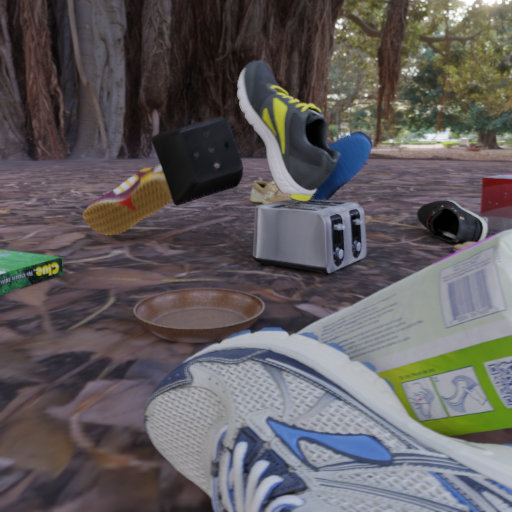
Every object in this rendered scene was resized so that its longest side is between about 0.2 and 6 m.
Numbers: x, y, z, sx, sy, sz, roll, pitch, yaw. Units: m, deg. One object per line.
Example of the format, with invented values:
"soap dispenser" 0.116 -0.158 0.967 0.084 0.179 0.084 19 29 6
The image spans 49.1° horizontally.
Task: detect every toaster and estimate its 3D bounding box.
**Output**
"toaster" 0.965 -0.414 10.594 1.915 1.136 1.731 8 14 34

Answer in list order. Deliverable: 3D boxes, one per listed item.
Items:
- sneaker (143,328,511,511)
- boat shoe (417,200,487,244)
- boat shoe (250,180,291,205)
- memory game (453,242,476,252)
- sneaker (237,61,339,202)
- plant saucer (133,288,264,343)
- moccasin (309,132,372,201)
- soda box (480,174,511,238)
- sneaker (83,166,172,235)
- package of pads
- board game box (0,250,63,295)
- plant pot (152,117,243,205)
"sneaker" 0.363 1.312 2.879 3.262 1.257 1.390 10 20 39
"boat shoe" 4.382 -0.839 13.086 0.727 0.849 2.321 5 16 -15
"boat shoe" 0.593 -2.128 18.886 0.905 0.812 2.446 -10 16 -37
"memory game" 5.039 -0.036 11.088 2.191 0.140 2.191 1 13 0
"sneaker" 0.693 -2.565 10.620 1.126 3.024 1.279 -7 -22 -48
"plant saucer" -0.725 0.776 7.222 1.668 0.305 1.668 1 13 0
"moccasin" 1.499 -1.757 11.262 2.170 0.873 0.740 -41 5 40
"soda box" 7.136 -0.929 12.004 1.368 1.510 4.313 -11 16 -40
"sneaker" -2.703 -1.274 12.406 2.428 0.910 1.094 -19 29 22
"package of pads" 2.033 0.574 4.188 3.055 1.042 2.360 -4 -19 -28
"board game box" -5.330 0.196 9.629 3.536 0.415 1.853 6 12 24
"plant pot" -1.003 -1.909 10.739 1.440 1.437 1.278 -20 6 -19
